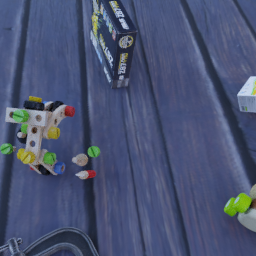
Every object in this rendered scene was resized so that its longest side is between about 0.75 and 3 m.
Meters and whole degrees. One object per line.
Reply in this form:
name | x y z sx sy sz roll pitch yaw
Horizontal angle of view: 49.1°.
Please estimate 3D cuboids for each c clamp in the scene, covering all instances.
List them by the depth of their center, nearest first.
c clamp | -1.644 3.454 5.887 2.553 0.405 2.989 -24 59 -31

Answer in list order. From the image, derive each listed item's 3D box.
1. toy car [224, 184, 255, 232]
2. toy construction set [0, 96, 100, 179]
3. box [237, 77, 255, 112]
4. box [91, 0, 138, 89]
toy car | 3.264 1.646 6.557 1.262 1.212 1.537 34 71 13
toy construction set | -1.943 0.369 6.805 2.509 1.928 2.093 34 90 10
box | 3.821 -1.035 8.465 0.550 0.611 1.085 9 44 44
box | -0.561 -3.030 9.087 0.674 2.212 2.744 -12 58 -16
